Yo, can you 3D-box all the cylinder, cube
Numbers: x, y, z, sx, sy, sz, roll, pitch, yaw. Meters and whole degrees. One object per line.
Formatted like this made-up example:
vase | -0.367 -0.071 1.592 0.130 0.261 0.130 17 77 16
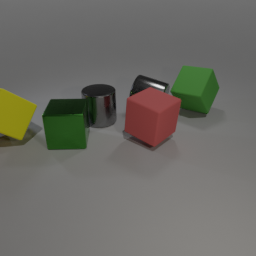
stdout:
cylinder | -1.185 -0.937 11.616 1.400 1.400 1.400 0 29 0
cylinder | 0.943 -1.475 12.299 1.400 1.400 1.400 21 34 14
cube | -4.435 -0.534 10.088 1.400 1.400 1.400 13 -11 45
cube | -2.200 -0.167 10.244 1.400 1.400 1.400 -1 29 -2
cube | 0.866 -0.439 10.057 1.400 1.400 1.400 27 39 31
cube | 2.907 -1.660 12.072 1.400 1.400 1.400 17 73 36
